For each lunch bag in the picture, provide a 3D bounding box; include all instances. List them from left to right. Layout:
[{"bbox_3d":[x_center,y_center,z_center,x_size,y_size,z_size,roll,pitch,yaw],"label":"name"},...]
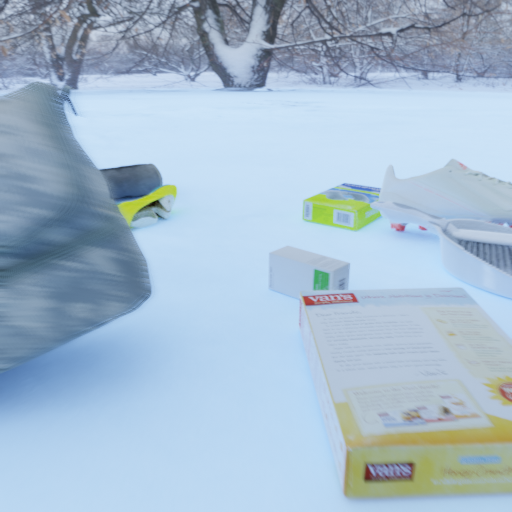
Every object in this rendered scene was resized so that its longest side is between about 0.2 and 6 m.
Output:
[{"bbox_3d":[-2.765,-0.193,5.577,2.841,2.383,1.980,-24,16,-7],"label":"lunch bag"}]

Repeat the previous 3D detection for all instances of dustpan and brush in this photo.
[{"bbox_3d":[3.266,-0.252,8.818,3.116,0.892,2.174,12,24,29],"label":"dustpan and brush"}]

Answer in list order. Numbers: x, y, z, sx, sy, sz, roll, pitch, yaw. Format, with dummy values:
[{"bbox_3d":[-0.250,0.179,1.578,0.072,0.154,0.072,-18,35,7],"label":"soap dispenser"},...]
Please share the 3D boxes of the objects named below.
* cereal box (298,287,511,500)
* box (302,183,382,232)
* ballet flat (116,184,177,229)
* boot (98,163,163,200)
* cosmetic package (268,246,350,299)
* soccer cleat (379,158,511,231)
[{"bbox_3d":[1.604,1.132,5.594,2.065,0.567,2.870,-1,21,-2],"label":"cereal box"},{"bbox_3d":[1.991,-1.069,11.604,1.234,0.482,2.024,15,26,33],"label":"box"},{"bbox_3d":[-2.091,-0.916,11.195,0.631,0.629,1.882,34,37,21],"label":"ballet flat"},{"bbox_3d":[-3.425,-1.450,12.187,2.802,1.017,2.547,-1,22,-23],"label":"boot"},{"bbox_3d":[0.724,0.284,7.833,1.100,0.592,0.467,15,24,38],"label":"cosmetic package"},{"bbox_3d":[3.872,-1.107,9.958,3.333,1.293,1.155,1,-1,18],"label":"soccer cleat"}]
